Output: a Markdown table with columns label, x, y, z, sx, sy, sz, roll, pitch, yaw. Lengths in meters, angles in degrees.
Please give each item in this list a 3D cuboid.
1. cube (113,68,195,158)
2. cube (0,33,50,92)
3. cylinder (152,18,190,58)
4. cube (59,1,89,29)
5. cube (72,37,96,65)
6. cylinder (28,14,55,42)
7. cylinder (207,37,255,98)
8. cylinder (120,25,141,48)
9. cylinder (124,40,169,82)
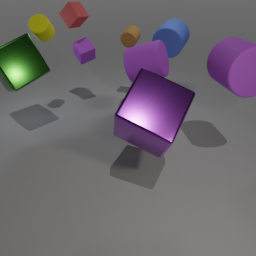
| label | x | y | z | sx | sy | sz | roll | pitch | yaw |
| --- | --- | --- | --- | --- | --- | --- | --- | --- | --- |
| cube | 0.578 | -0.316 | 6.824 | 1.400 | 1.400 | 1.400 | 27 | 71 | 5 |
| cube | -3.790 | -2.191 | 9.590 | 1.400 | 1.400 | 1.400 | -38 | 25 | -23 |
| cylinder | 1.988 | -4.133 | 12.881 | 1.400 | 1.400 | 1.400 | 12 | 40 | 20 |
| cube | -2.094 | -4.409 | 10.917 | 0.700 | 0.700 | 0.700 | -31 | 4 | 38 |
| cube | -1.836 | -3.244 | 11.760 | 0.700 | 0.700 | 0.700 | -29 | 72 | -17 |
| cylinder | -3.013 | -3.492 | 9.804 | 0.700 | 0.700 | 0.700 | 2 | -7 | 4 |
| cylinder | 3.180 | -1.754 | 7.974 | 1.400 | 1.400 | 1.400 | -5 | 28 | -9 |
| cylinder | 0.115 | -3.926 | 12.010 | 0.700 | 0.700 | 0.700 | 10 | 46 | 18 |
| cylinder | 0.739 | -2.559 | 10.899 | 1.400 | 1.400 | 1.400 | -8 | 25 | 24 |
